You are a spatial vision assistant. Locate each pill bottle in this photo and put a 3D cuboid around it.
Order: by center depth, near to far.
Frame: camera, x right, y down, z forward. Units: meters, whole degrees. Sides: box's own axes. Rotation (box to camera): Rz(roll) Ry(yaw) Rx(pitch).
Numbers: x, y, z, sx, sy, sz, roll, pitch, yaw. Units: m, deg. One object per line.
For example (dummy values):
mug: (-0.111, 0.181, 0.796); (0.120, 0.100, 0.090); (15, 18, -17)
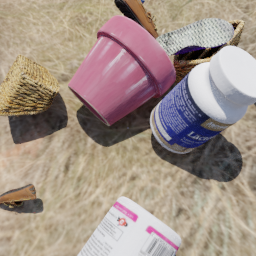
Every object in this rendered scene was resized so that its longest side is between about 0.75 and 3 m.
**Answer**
pill bottle: (-0.324, 2.953, 5.563); (1.593, 1.593, 2.811); (32, 74, 18)
pill bottle: (1.845, -0.582, 6.875); (1.615, 2.791, 1.615); (12, 59, -21)

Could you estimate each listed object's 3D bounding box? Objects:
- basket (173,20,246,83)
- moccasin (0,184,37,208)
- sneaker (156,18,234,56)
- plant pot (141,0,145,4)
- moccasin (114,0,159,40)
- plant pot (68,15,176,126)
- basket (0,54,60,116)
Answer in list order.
basket: (2.387, -2.473, 8.838); (1.550, 1.618, 2.172); (34, 68, 21)
moccasin: (-2.752, 1.734, 6.910); (1.221, 0.447, 0.471); (-19, 92, 17)
sneaker: (1.904, -2.604, 8.094); (2.196, 0.763, 1.092); (-5, 12, 24)
plant pot: (0.113, -5.143, 10.749); (0.912, 0.820, 0.912); (-19, 32, -26)
moccasin: (0.471, -3.537, 9.126); (0.868, 2.247, 0.822); (-53, 29, -13)
plant pot: (-0.327, -1.410, 7.919); (2.544, 2.544, 2.277); (41, 82, 22)
basket: (-2.862, -1.044, 8.128); (1.366, 1.309, 1.834); (-54, 36, 13)
